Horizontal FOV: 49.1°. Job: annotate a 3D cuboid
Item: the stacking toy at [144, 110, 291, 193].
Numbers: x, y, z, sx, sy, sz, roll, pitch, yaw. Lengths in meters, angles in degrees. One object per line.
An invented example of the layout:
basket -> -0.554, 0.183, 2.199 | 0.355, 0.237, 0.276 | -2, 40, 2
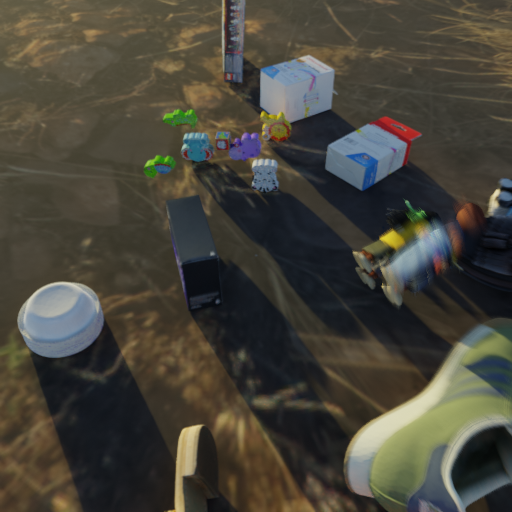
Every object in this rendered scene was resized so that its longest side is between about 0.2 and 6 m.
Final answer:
stacking toy -> -0.723, -2.158, 11.256 | 2.732, 0.642, 2.060 | 3, 42, 6

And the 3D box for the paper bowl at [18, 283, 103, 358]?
paper bowl -> -2.837, 0.842, 8.096 | 1.151, 0.599, 1.151 | -1, 44, 1

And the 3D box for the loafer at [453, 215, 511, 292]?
loafer -> 4.449, 0.043, 8.270 | 3.405, 1.072, 1.224 | 21, 77, 24

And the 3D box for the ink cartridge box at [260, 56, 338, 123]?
ink cartridge box -> 0.989, -3.777, 12.613 | 1.535, 0.961, 0.987 | -25, 49, -23

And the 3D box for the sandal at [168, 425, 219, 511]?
sandal -> -0.938, 3.020, 5.811 | 0.856, 0.954, 2.603 | -16, 36, 12

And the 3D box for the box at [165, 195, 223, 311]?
box -> -0.968, -0.066, 8.700 | 0.590, 1.057, 1.497 | -10, 44, -11

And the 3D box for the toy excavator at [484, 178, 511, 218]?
toy excavator -> 4.668, -0.680, 9.732 | 1.194, 0.596, 1.161 | 19, 51, 10

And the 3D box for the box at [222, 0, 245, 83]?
box -> -0.558, -5.756, 13.530 | 0.507, 2.543, 1.741 | 0, 44, -4

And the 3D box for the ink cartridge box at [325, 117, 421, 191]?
ink cartridge box -> 2.338, -2.070, 11.117 | 1.735, 0.583, 1.008 | -31, 52, -28

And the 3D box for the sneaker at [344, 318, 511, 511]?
sneaker -> 2.616, 1.867, 6.258 | 3.273, 1.098, 1.469 | -28, 22, -28

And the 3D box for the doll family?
doll family -> 2.274, -0.121, 7.895 | 1.467, 0.996, 2.538 | -32, 17, -2
